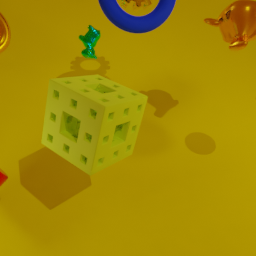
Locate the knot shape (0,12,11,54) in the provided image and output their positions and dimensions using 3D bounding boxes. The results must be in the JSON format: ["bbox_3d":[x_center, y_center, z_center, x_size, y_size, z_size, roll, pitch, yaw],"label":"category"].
[{"bbox_3d":[-2.999,-1.720,5.453,1.642,0.759,1.537,33,79,1],"label":"knot shape"}]

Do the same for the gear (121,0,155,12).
[{"bbox_3d":[0.175,-3.943,7.717,1.381,0.255,1.381,3,82,-22],"label":"gear"}]

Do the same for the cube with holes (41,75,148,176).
[{"bbox_3d":[-0.616,-0.145,5.127,1.246,1.246,1.246,27,27,27],"label":"cube with holes"}]

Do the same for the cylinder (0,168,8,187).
[{"bbox_3d":[-2.979,0.994,5.289,0.963,0.963,0.963,32,70,23],"label":"cylinder"}]

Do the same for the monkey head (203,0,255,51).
[{"bbox_3d":[2.584,-2.401,6.512,1.643,0.990,1.182,-6,33,38],"label":"monkey head"}]

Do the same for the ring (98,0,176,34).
[{"bbox_3d":[0.234,-3.283,6.629,1.989,1.989,0.398,-14,18,-11],"label":"ring"}]

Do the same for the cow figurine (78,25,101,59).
[{"bbox_3d":[-1.088,-2.539,8.398,0.909,0.499,0.894,-47,63,7],"label":"cow figurine"}]
